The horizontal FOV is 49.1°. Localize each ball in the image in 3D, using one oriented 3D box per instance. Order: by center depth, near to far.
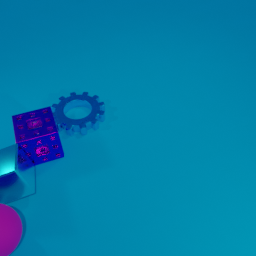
[{"bbox_3d":[-2.722,2.090,5.614,1.126,1.126,1.126,0,47,0],"label":"ball"}]

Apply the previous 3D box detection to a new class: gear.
[{"bbox_3d":[-1.527,-0.472,8.606,1.646,0.304,1.646,0,47,0],"label":"gear"}]

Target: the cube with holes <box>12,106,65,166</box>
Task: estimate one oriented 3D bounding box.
[{"bbox_3d":[-2.372,0.233,7.458,1.017,1.017,1.017,-16,49,-14],"label":"cube with holes"}]

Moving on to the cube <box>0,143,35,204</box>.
[{"bbox_3d":[-2.815,1.090,6.584,0.905,0.905,0.905,-20,43,-2],"label":"cube"}]
